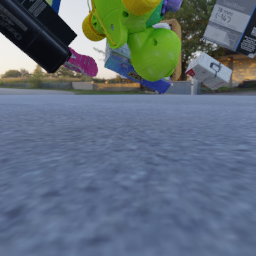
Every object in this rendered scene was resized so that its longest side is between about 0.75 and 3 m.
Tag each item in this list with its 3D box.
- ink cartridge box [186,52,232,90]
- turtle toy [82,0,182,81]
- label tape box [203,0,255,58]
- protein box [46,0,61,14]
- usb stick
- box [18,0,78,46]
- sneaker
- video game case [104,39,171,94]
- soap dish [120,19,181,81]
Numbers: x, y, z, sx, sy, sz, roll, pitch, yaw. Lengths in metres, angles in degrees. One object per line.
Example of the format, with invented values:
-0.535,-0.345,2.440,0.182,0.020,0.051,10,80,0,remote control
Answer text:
2.757,-1.914,9.582,1.234,0.515,0.896,29,-16,-11,ink cartridge box
0.164,-2.329,5.128,1.505,2.978,2.170,-13,7,-31,turtle toy
1.639,-1.668,3.908,0.803,1.113,0.352,28,39,17,label tape box
-3.241,-4.102,9.338,1.563,1.552,1.055,5,-10,14,protein box
-2.351,-2.192,5.518,0.773,2.788,0.455,-38,26,23,usb stick
-2.316,-2.715,7.138,1.403,0.784,1.987,46,-5,-39,box
-1.796,-2.305,9.815,1.667,0.678,0.736,28,-13,-33,sneaker
0.203,-1.558,6.348,1.503,0.341,1.362,21,40,-21,video game case
0.722,-2.481,9.280,2.321,1.826,0.943,9,19,42,soap dish
